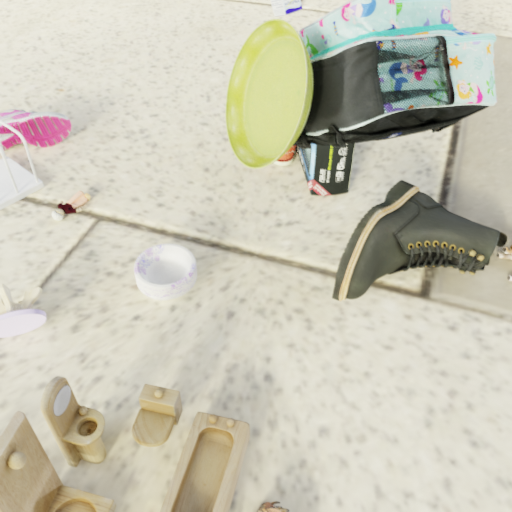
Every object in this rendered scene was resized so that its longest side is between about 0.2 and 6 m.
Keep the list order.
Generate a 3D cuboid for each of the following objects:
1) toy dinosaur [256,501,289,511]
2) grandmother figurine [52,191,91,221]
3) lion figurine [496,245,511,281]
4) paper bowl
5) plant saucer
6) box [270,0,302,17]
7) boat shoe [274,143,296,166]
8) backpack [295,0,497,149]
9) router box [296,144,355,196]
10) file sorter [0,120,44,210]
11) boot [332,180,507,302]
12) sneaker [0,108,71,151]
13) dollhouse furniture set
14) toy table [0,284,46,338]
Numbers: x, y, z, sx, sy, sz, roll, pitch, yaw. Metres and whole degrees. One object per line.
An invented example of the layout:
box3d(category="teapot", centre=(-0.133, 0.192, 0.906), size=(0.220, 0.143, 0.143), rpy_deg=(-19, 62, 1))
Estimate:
box3d(category="toy dinosaur", centre=(0.299, 3.263, 6.432), size=(0.652, 0.413, 0.962), rpy_deg=(-30, 57, -36))
box3d(category="grandmother figurine", centre=(-3.630, -0.963, 10.856), size=(0.514, 0.257, 0.847), rpy_deg=(13, 43, 26))
box3d(category="lion figurine", centre=(4.664, 0.144, 9.662), size=(0.733, 0.434, 1.197), rpy_deg=(1, 58, -10))
box3d(category="paper bowl", centre=(-1.490, 0.317, 9.327), size=(1.017, 0.529, 1.017), rpy_deg=(0, 44, 0))
box3d(category="plant saucer", centre=(0.199, -2.273, 8.036), size=(0.322, 2.073, 2.073), rpy_deg=(1, 39, -32))
box3d(category="box", centre=(0.484, -4.607, 9.856), size=(0.345, 0.657, 0.604), rpy_deg=(-22, 25, -9))
box3d(category="boat shoe", centre=(0.408, -2.834, 12.474), size=(0.746, 0.656, 2.096), rpy_deg=(-9, 44, -7))
box3d(category="backpack", centre=(2.108, -2.782, 8.593), size=(2.896, 2.180, 2.571), rpy_deg=(-7, 9, -20))
box3d(category="router box", centre=(1.319, -2.779, 11.465), size=(0.814, 1.964, 2.621), rpy_deg=(-5, 44, -6))
box3d(category="file sorter", centre=(-5.501, -1.642, 10.841), size=(1.378, 1.237, 1.986), rpy_deg=(32, 53, 29))
box3d(category="boot", centre=(2.791, -0.024, 9.309), size=(2.145, 1.201, 3.101), rpy_deg=(28, 52, 19))
box3d(category="sneaker", centre=(-5.135, -2.927, 12.455), size=(1.987, 0.808, 0.876), rpy_deg=(-7, 47, -8))
box3d(category="dollhouse furniture set", centre=(-1.395, 2.290, 6.400), size=(2.198, 1.791, 2.091), rpy_deg=(10, 45, 10))
box3d(category="toy table", centre=(-3.733, 0.847, 8.638), size=(0.932, 0.857, 0.546), rpy_deg=(-11, 60, -11))
